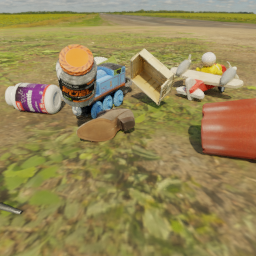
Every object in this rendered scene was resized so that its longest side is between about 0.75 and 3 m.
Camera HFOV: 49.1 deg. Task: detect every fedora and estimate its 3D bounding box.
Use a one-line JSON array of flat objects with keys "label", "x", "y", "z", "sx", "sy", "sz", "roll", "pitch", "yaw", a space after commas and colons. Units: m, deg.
[{"label": "fedora", "x": -0.549, "y": -2.015, "z": 13.144, "sx": 1.550, "sy": 0.700, "sz": 1.371, "roll": 20, "pitch": 32, "yaw": 21}]

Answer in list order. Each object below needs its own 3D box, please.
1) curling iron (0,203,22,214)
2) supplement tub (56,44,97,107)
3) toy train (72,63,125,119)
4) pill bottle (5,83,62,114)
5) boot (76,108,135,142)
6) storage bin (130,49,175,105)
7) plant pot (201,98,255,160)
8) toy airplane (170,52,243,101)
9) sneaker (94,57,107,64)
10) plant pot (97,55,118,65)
[{"label": "curling iron", "x": -2.793, "y": 1.594, "z": 5.989, "sx": 1.304, "sy": 0.167, "sz": 0.323, "roll": 11, "pitch": 27, "yaw": 23}, {"label": "supplement tub", "x": -1.286, "y": -1.291, "z": 7.123, "sx": 0.996, "sy": 1.626, "sz": 0.996, "roll": 3, "pitch": 67, "yaw": -6}, {"label": "toy train", "x": -1.151, "y": -1.484, "z": 10.808, "sx": 1.283, "sy": 1.692, "sz": 2.961, "roll": 13, "pitch": 28, "yaw": 25}, {"label": "pill bottle", "x": -3.660, "y": -1.167, "z": 10.843, "sx": 1.962, "sy": 1.103, "sz": 1.103, "roll": 5, "pitch": 25, "yaw": 12}, {"label": "boot", "x": -0.785, "y": -0.196, "z": 9.356, "sx": 2.139, "sy": 0.751, "sz": 1.564, "roll": -8, "pitch": 20, "yaw": -19}, {"label": "storage bin", "x": 0.885, "y": -1.893, "z": 10.415, "sx": 0.736, "sy": 1.559, "sz": 1.571, "roll": -42, "pitch": 75, "yaw": -12}, {"label": "plant pot", "x": 3.006, "y": 0.008, "z": 7.635, "sx": 1.864, "sy": 1.917, "sz": 1.917, "roll": 1, "pitch": 24, "yaw": 20}, {"label": "toy airplane", "x": 3.371, "y": -2.360, "z": 12.443, "sx": 2.733, "sy": 1.929, "sz": 2.721, "roll": 1, "pitch": 26, "yaw": 1}, {"label": "sneaker", "x": -2.240, "y": -3.179, "z": 15.460, "sx": 2.992, "sy": 1.124, "sz": 1.213, "roll": -7, "pitch": 37, "yaw": -6}, {"label": "plant pot", "x": -1.227, "y": -2.743, "z": 14.177, "sx": 1.425, "sy": 1.500, "sz": 1.500, "roll": -19, "pitch": 28, "yaw": -8}]
